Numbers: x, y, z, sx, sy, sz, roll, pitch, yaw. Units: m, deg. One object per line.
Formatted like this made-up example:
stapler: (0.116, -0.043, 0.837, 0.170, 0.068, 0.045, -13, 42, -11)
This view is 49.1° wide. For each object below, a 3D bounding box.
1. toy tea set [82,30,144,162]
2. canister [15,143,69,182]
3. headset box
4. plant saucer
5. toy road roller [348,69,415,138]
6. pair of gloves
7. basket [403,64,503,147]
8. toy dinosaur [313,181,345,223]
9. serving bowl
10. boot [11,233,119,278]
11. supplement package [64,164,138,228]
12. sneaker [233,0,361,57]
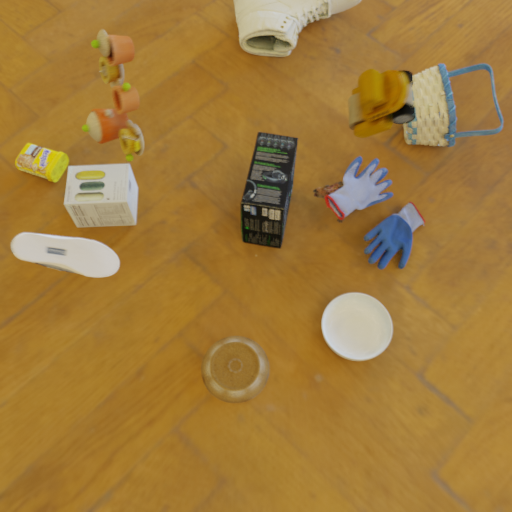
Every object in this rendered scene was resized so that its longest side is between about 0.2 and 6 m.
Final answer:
toy tea set: (-2.684, -2.870, 10.050, 0.844, 2.282, 1.357, -17, 34, -28)
canister: (-4.871, -2.128, 12.720, 0.955, 0.413, 0.709, 18, 65, 10)
headset box: (0.291, -1.395, 11.656, 0.877, 1.646, 1.891, 10, 64, 5)
plant saucer: (-0.405, 2.131, 10.713, 1.321, 0.234, 1.321, 0, 64, 0)
toy road roller: (2.203, -2.967, 10.623, 1.116, 1.529, 0.939, 8, 77, -38)
pair of gloves: (2.552, -0.878, 11.743, 1.934, 0.274, 2.406, -39, 95, -29)
basket: (4.362, -3.447, 12.704, 2.091, 1.455, 1.844, -7, 64, 18)
toy dinosaur: (1.971, -1.409, 12.004, 1.492, 1.011, 0.640, -36, 65, -16)
serving bowl: (1.937, 1.426, 10.939, 1.363, 0.448, 1.363, 0, 64, 0)
boot: (-2.853, -0.043, 8.428, 1.528, 0.690, 0.556, 16, 85, -21)
supplement package: (-3.279, -1.279, 11.976, 1.295, 0.976, 0.983, -3, 64, -1)
sneaker: (1.166, -5.994, 14.251, 3.399, 1.252, 1.964, -7, 65, 7)
